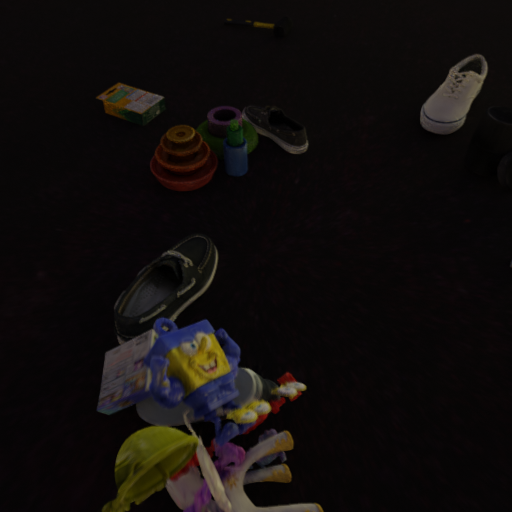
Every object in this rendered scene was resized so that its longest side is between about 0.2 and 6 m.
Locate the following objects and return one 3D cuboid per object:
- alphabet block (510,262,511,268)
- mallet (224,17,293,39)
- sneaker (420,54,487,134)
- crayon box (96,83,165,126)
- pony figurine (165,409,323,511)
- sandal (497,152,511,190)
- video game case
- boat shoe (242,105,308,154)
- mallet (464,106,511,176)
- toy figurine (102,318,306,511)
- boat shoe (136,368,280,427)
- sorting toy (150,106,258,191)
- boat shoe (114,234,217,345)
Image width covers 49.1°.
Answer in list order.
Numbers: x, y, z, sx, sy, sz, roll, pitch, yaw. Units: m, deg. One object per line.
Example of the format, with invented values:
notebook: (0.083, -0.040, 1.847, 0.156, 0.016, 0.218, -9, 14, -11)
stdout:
alphabet block: (3.932, 0.079, 8.344, 0.203, 0.198, 0.199, 23, 52, 20)
mallet: (0.067, -5.838, 14.067, 1.782, 0.367, 0.587, 20, 49, 23)
sneaker: (3.936, -3.290, 11.168, 0.880, 0.853, 2.409, 22, 50, 20)
crayon box: (-2.537, -3.082, 11.354, 1.176, 0.303, 0.740, 23, 50, 20)
pony figurine: (-0.300, 2.314, 5.546, 1.587, 1.322, 1.532, -11, 63, -29)
sandal: (5.213, -1.693, 9.621, 2.267, 0.862, 0.485, -27, 27, -11)
video game case: (-1.499, 1.389, 6.671, 0.863, 0.196, 0.782, -28, 44, 29)
boat shoe: (0.342, -2.558, 10.655, 0.599, 0.567, 1.712, -27, 51, -24)
mallet: (5.355, -1.946, 10.138, 3.427, 1.128, 0.705, 1, 44, -20)
toy figurine: (-0.800, 1.330, 5.581, 2.407, 1.270, 1.442, -15, 64, -49)
boat shoe: (-0.559, 1.706, 6.535, 1.646, 0.747, 0.582, -13, 62, 25)
sorting toy: (-0.798, -2.099, 9.905, 1.460, 0.997, 2.429, 24, 50, 22)
boat shoe: (-1.186, 0.337, 7.767, 0.817, 0.651, 2.160, 16, 48, 15)
